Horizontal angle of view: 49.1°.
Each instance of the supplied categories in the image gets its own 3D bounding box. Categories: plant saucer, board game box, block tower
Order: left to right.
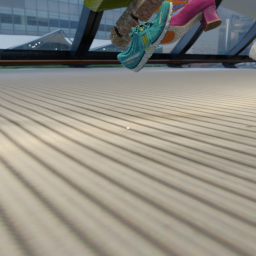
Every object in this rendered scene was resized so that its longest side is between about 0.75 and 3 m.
[{"bbox_3d":[-0.350,-4.081,8.646,1.767,0.424,1.770,-17,8,-18],"label":"plant saucer"},{"bbox_3d":[0.222,-3.381,8.512,0.585,2.023,0.546,15,45,-40],"label":"block tower"},{"bbox_3d":[1.338,-4.667,9.628,1.109,1.108,1.108,-15,9,-27],"label":"board game box"}]

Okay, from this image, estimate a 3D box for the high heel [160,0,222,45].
[{"bbox_3d":[1.413,-3.263,8.184,2.529,1.213,0.852,-18,-18,-3],"label":"high heel"}]

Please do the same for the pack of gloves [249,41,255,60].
[{"bbox_3d":[3.673,-2.230,6.363,0.488,2.076,2.471,-7,33,-15],"label":"pack of gloves"}]

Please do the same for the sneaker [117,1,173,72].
[{"bbox_3d":[0.400,-2.081,6.336,0.696,1.749,0.678,30,25,-15],"label":"sneaker"}]
